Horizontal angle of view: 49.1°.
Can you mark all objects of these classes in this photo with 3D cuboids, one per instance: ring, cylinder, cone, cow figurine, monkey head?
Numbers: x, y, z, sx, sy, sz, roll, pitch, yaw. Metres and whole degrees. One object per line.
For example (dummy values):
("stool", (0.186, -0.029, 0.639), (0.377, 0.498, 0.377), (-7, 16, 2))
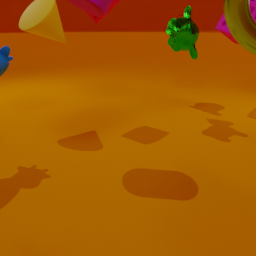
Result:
("ring", (2.532, -2.063, 4.318), (2.027, 2.027, 0.405), (9, 26, 22))
("cylinder", (-0.630, -2.584, 4.912), (0.888, 0.888, 0.888), (26, 6, -3))
("cone", (-1.859, -2.436, 6.859), (1.084, 1.084, 1.088), (17, -17, 37))
("cow figurine", (-2.848, -1.389, 4.827), (0.801, 1.458, 1.435), (-40, -5, 28))
("monkey head", (1.934, -3.111, 9.126), (1.063, 1.764, 1.269), (-15, 9, -25))

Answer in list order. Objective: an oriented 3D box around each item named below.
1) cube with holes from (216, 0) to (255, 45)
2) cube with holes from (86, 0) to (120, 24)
("cube with holes", (3.658, -3.108, 8.193), (1.247, 1.247, 1.247), (10, 23, -45))
("cube with holes", (-0.688, -3.253, 7.011), (0.734, 0.734, 0.734), (-28, 23, 43))
